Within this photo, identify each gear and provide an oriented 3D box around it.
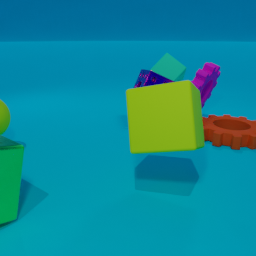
[{"bbox_3d":[2.113,-1.090,8.161,0.303,1.636,1.636,34,33,24],"label":"gear"},{"bbox_3d":[2.787,0.059,7.594,1.852,0.342,1.852,1,19,0],"label":"gear"}]

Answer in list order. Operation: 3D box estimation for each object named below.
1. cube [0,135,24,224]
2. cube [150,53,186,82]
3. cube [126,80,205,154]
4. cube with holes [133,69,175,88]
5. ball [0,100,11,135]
[{"bbox_3d":[-2.369,0.704,4.002,1.172,1.172,1.172,15,11,36],"label":"cube"},{"bbox_3d":[1.556,-2.119,11.066,1.004,1.004,1.004,41,-8,12],"label":"cube"},{"bbox_3d":[0.653,-0.133,4.666,1.030,1.030,1.030,-5,-3,22],"label":"cube"},{"bbox_3d":[0.835,-1.061,8.833,1.164,1.164,1.164,22,9,-15],"label":"cube with holes"},{"bbox_3d":[-3.089,-0.231,6.113,0.974,0.974,0.974,0,19,0],"label":"ball"}]
